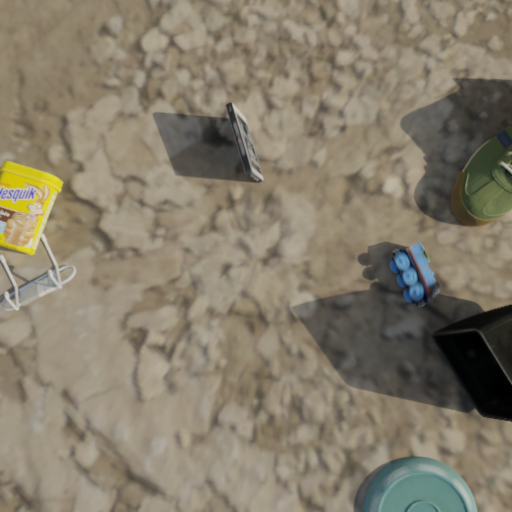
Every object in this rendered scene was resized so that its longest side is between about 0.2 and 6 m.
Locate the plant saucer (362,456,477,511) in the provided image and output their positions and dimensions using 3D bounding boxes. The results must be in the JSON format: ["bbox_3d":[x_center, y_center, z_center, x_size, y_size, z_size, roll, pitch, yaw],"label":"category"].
[{"bbox_3d":[2.507,3.985,8.478,1.778,0.244,1.778,0,80,1],"label":"plant saucer"}]

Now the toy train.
[{"bbox_3d":[2.590,0.305,9.084,0.575,0.436,1.006,-21,78,-8],"label":"toy train"}]

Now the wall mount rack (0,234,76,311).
[{"bbox_3d":[-3.649,0.278,9.096,1.310,0.488,1.138,-28,42,-6],"label":"wall mount rack"}]

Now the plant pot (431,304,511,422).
[{"bbox_3d":[3.788,1.427,8.284,1.331,1.497,1.501,-31,85,-12],"label":"plant pot"}]

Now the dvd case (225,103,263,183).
[{"bbox_3d":[-0.182,-1.840,9.235,0.145,0.883,1.175,-18,84,11],"label":"dvd case"}]

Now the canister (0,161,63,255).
[{"bbox_3d":[-3.898,-0.774,9.231,0.986,0.574,1.327,17,81,4],"label":"canister"}]

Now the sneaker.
[{"bbox_3d":[4.583,-1.911,8.959,3.360,1.508,1.127,-42,82,-7],"label":"sneaker"}]
